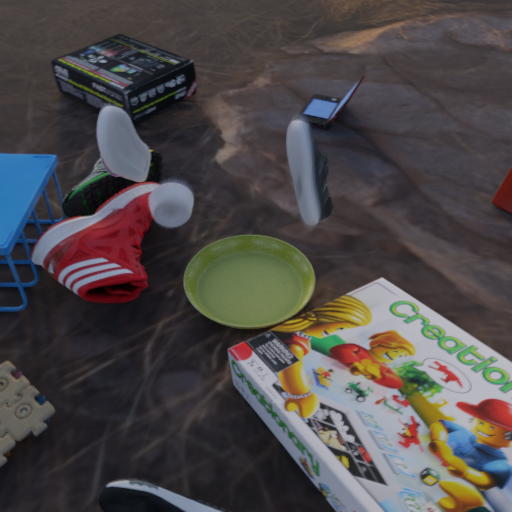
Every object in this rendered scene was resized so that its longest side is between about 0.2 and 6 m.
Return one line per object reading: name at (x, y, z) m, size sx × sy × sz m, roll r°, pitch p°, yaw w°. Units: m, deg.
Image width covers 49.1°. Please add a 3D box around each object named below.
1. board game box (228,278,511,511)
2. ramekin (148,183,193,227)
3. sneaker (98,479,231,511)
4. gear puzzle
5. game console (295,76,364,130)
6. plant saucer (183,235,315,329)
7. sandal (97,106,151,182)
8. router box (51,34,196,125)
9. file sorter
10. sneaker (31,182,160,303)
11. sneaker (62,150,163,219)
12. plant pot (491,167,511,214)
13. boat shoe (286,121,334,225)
board game box at (1.998, 2.079, 6.977) m, size 2.897 × 0.794 × 4.590 m, roll -22°, pitch 35°, yaw -23°
ramekin at (-1.522, -0.875, 10.051) m, size 0.820 × 0.820 × 0.382 m, roll -5°, pitch 44°, yaw -5°
sneaker at (-0.959, 3.255, 6.364) m, size 2.100 × 0.795 × 0.919 m, roll 12°, pitch 49°, yaw 13°
gear puzzle at (-4.021, 2.647, 7.373) m, size 1.373 × 0.347 × 2.651 m, roll 32°, pitch 54°, yaw 27°
game console at (1.851, -3.959, 14.125) m, size 1.337 × 0.921 × 1.552 m, roll 16°, pitch 44°, yaw 17°
plant saucer at (-0.115, 0.479, 9.690) m, size 2.243 × 0.349 × 2.243 m, roll -1°, pitch 42°, yaw 0°
sandal at (-2.323, -1.740, 9.345) m, size 0.561 × 2.282 × 0.929 m, roll 9°, pitch 79°, yaw 7°
router box at (-3.510, -4.772, 14.960) m, size 3.147 × 0.978 × 2.358 m, roll 30°, pitch 50°, yaw 29°
file sorter at (-4.568, -0.447, 9.792) m, size 1.782 × 1.576 × 2.569 m, roll 1°, pitch 42°, yaw 1°
sneaker at (-2.292, -0.112, 10.096) m, size 1.746 × 1.184 × 3.022 m, roll 43°, pitch 48°, yaw 10°
sneaker at (-3.029, -1.433, 11.470) m, size 1.102 × 1.009 × 2.586 m, roll 12°, pitch 34°, yaw 24°
plant pot at (5.894, -1.385, 10.998) m, size 1.514 × 1.513 × 1.334 m, roll -23°, pitch 57°, yaw -23°
boat shoe at (0.883, -1.338, 8.896) m, size 0.517 × 1.825 × 0.626 m, roll -22°, pitch 39°, yaw -11°
